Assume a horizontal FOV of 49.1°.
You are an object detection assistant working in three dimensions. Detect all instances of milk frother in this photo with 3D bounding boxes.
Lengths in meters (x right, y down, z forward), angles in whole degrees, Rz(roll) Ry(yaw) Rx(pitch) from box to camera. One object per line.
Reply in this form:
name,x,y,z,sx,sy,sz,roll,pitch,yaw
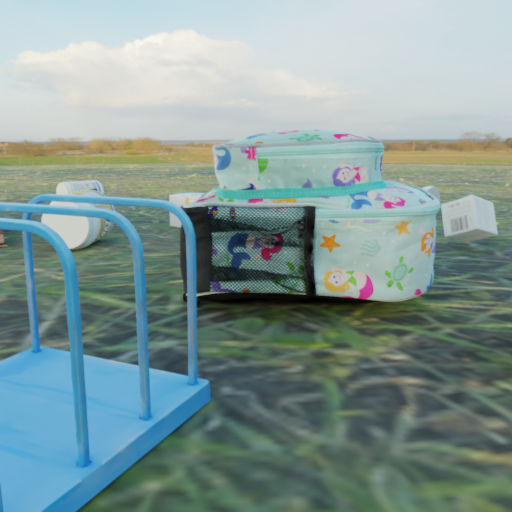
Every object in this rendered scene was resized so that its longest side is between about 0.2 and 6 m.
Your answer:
milk frother,-3.707,-0.908,12.523,0.930,0.989,0.892,-16,40,-5

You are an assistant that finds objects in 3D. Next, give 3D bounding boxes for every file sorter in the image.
file sorter,-1.652,0.514,3.278,1.732,1.532,2.497,5,13,25

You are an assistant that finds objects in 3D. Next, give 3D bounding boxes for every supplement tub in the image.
supplement tub,-3.256,-0.672,10.306,0.995,0.995,1.376,1,13,3
supplement tub,-5.127,-1.800,16.357,1.163,0.767,0.767,-11,16,-43

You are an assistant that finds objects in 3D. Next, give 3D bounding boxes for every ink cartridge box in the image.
ink cartridge box,-1.333,-1.007,12.554,0.996,0.727,0.731,9,16,34

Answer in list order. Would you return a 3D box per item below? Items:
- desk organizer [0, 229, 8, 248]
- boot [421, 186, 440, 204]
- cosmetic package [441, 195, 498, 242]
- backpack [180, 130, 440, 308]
desk organizer,-5.697,-0.898,11.083,1.038,1.114,2.894,-7,13,-29
boot,3.772,-1.286,14.185,1.122,0.864,2.348,-9,2,36
cosmetic package,3.740,-0.638,9.832,0.747,0.616,0.616,9,-17,-41
backpack,0.716,-0.426,6.780,2.872,2.163,2.550,7,13,7
